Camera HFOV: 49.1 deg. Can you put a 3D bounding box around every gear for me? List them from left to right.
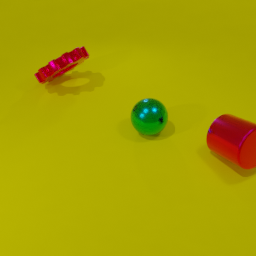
[{"bbox_3d":[-2.387,-2.273,10.223,2.070,0.383,2.070,-30,10,6],"label":"gear"}]

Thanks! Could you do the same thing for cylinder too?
[{"bbox_3d":[2.814,0.320,7.189,1.133,1.133,1.133,-19,27,-22],"label":"cylinder"}]

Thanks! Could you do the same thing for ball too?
[{"bbox_3d":[0.623,-0.329,8.228,1.109,1.109,1.109,0,39,0],"label":"ball"}]
